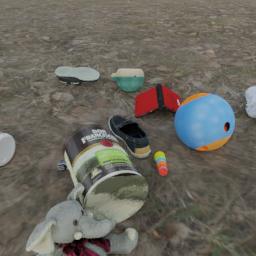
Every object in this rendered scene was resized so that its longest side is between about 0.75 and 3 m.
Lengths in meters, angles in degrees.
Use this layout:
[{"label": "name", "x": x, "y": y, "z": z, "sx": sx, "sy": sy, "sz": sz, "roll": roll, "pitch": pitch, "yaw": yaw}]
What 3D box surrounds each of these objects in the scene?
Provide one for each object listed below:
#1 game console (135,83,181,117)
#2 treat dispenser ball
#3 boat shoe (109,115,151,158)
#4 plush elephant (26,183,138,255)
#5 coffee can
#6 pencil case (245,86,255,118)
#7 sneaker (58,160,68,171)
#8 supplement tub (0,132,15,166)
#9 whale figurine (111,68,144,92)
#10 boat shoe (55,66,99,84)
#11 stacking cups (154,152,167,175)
[{"label": "game console", "x": 1.377, "y": -0.990, "z": 12.497, "sx": 1.779, "sy": 1.225, "sz": 2.064, "roll": 28, "pitch": 30, "yaw": -15}, {"label": "treat dispenser ball", "x": 2.620, "y": -0.204, "z": 9.662, "sx": 1.995, "sy": 1.995, "sz": 1.995, "roll": 0, "pitch": 32, "yaw": 0}, {"label": "boat shoe", "x": 0.030, "y": 0.076, "z": 10.255, "sx": 0.975, "sy": 0.814, "sz": 2.614, "roll": -15, "pitch": 34, "yaw": -19}, {"label": "plush elephant", "x": -0.978, "y": 2.268, "z": 5.794, "sx": 2.422, "sy": 1.875, "sz": 1.995, "roll": 9, "pitch": 34, "yaw": 15}, {"label": "coffee can", "x": -0.701, "y": 1.186, "z": 7.666, "sx": 1.696, "sy": 1.696, "sz": 2.317, "roll": -13, "pitch": 35, "yaw": -20}, {"label": "pencil case", "x": 5.547, "y": -1.152, "z": 12.215, "sx": 0.839, "sy": 0.769, "sz": 1.850, "roll": 8, "pitch": 33, "yaw": 18}, {"label": "sneaker", "x": -1.782, "y": 1.113, "z": 9.060, "sx": 0.959, "sy": 0.357, "sz": 0.420, "roll": -4, "pitch": 28, "yaw": -5}, {"label": "supplement tub", "x": -4.645, "y": 0.585, "z": 9.195, "sx": 1.505, "sy": 1.086, "sz": 1.086, "roll": 11, "pitch": 34, "yaw": 16}, {"label": "whale figurine", "x": -0.052, "y": -2.403, "z": 14.151, "sx": 1.714, "sy": 1.118, "sz": 2.155, "roll": -4, "pitch": 8, "yaw": -22}, {"label": "boat shoe", "x": -2.587, "y": -2.679, "z": 14.635, "sx": 2.426, "sy": 0.732, "sz": 0.917, "roll": 13, "pitch": 54, "yaw": 16}, {"label": "stacking cups", "x": 1.054, "y": 1.089, "z": 8.731, "sx": 0.364, "sy": 0.364, "sz": 1.203, "roll": 0, "pitch": 14, "yaw": 0}]
